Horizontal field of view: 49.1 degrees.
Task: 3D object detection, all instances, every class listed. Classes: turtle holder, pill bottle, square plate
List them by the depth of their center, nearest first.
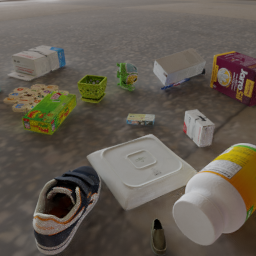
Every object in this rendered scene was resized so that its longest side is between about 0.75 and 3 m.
[{"bbox_3d":[2.142,1.412,6.173,2.445,1.358,1.358,-27,40,-36],"label":"pill bottle"},{"bbox_3d":[0.392,0.990,7.854,2.421,0.344,2.398,-17,35,-25],"label":"square plate"},{"bbox_3d":[-0.017,-2.385,12.718,0.967,1.035,1.362,-2,31,-4],"label":"turtle holder"}]

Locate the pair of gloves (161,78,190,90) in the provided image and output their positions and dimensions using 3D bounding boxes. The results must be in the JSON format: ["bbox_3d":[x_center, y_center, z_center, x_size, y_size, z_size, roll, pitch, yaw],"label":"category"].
[{"bbox_3d":[2.079,-1.950,12.324,1.276,0.145,1.026,-15,10,39],"label":"pair of gloves"}]

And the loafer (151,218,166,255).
[{"bbox_3d":[0.614,2.241,5.833,0.314,0.291,0.835,-3,32,-5],"label":"loafer"}]

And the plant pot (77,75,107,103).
[{"bbox_3d":[-1.436,-1.585,11.551,0.967,0.882,0.972,10,33,14],"label":"plant pot"}]

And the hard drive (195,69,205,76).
[{"bbox_3d":[2.752,-3.016,14.424,1.985,0.326,1.385,-7,32,-11],"label":"hard drive"}]

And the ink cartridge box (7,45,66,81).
[{"bbox_3d":[-4.776,-3.443,14.555,1.606,0.925,2.772,16,35,24],"label":"ink cartridge box"}]

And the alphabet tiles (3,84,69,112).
[{"bbox_3d":[-3.785,-1.273,11.700,2.351,0.175,2.404,5,32,2],"label":"alphabet tiles"}]

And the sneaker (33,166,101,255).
[{"bbox_3d":[-1.271,1.496,6.392,0.999,1.012,2.548,7,30,9],"label":"sneaker"}]

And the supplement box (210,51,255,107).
[{"bbox_3d":[4.762,-2.132,11.828,1.219,1.546,2.362,-17,34,-23],"label":"supplement box"}]

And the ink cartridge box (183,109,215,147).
[{"bbox_3d":[2.267,-0.002,9.039,0.455,0.783,1.086,-10,33,-15],"label":"ink cartridge box"}]

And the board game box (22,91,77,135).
[{"bbox_3d":[-2.779,-0.610,10.172,1.052,0.493,2.070,10,36,11],"label":"board game box"}]

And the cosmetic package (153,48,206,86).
[{"bbox_3d":[2.440,-2.925,13.333,2.233,0.827,1.135,-21,58,-18],"label":"cosmetic package"}]

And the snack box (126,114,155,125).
[{"bbox_3d":[0.461,-0.317,10.077,0.964,0.179,0.560,3,26,10],"label":"snack box"}]
